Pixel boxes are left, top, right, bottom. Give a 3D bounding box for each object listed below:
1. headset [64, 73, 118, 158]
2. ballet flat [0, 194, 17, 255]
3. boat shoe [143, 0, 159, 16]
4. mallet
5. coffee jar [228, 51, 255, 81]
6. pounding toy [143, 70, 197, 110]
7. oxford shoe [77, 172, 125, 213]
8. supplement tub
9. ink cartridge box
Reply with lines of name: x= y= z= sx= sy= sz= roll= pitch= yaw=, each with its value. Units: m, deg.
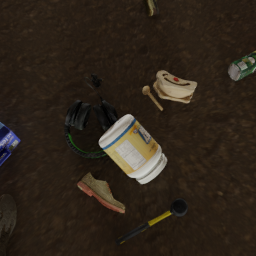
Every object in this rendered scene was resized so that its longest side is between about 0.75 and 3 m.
headset: x=-1.214 y=-0.430 z=9.825 sx=1.843 sy=1.403 sz=2.985 roll=0 pitch=81 yaw=-1
ballet flat: x=-3.822 y=3.285 z=8.191 sx=0.611 sy=0.887 sz=2.634 roll=-11 pitch=68 yaw=21
boat shoe: x=0.997 y=-5.521 z=12.203 sx=0.521 sy=0.566 sz=1.585 roll=-4 pitch=65 yaw=-13
mallet: x=0.742 y=2.894 z=8.551 sx=2.437 sy=0.803 sz=0.502 roll=-31 pitch=68 yaw=3
coffee jar: x=4.601 y=-2.421 z=10.679 sx=1.464 sy=0.763 sz=0.625 roll=-27 pitch=68 yaw=-12
pounding toy: x=1.470 y=-1.362 z=10.362 sx=1.928 sy=1.106 sz=1.102 roll=11 pitch=38 yaw=-5
oxford shoe: x=-0.750 y=2.014 z=8.793 sx=1.744 sy=0.617 sz=0.644 roll=32 pitch=67 yaw=13
supplement tub: x=0.172 y=0.666 z=8.699 sx=1.879 sy=1.359 sz=1.359 roll=47 pitch=72 yaw=-9
ink cartridge box: x=-4.938 y=0.444 z=9.298 sx=2.616 sy=0.999 sz=1.785 roll=34 pitch=70 yaw=12
